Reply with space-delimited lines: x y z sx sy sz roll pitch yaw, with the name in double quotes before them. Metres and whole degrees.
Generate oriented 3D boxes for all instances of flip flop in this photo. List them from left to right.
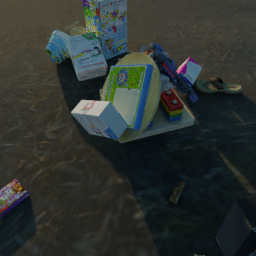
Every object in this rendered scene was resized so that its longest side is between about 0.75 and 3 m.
"flip flop" 3.711 -1.791 11.499 1.918 0.552 0.778 7 46 7

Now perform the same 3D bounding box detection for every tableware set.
"tableware set" -2.882 -4.368 14.059 1.427 0.433 2.159 44 63 11

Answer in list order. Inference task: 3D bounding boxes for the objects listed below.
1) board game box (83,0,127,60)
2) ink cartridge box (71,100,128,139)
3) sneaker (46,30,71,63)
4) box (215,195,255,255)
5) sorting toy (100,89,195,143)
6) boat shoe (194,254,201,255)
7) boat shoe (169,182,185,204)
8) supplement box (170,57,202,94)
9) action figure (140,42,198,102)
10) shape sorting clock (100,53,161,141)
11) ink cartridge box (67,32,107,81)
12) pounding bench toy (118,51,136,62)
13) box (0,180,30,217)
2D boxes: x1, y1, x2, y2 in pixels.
"board game box" -1.014 -4.824 12.896 1.456 2.777 1.430 -29 52 -25
"ink cartridge box" -0.877 -0.269 8.454 1.445 1.044 0.612 10 56 47
"sneaker" -2.726 -3.431 13.006 2.285 0.909 1.492 23 69 3
"box" 2.998 2.322 6.526 1.363 1.931 0.761 -11 47 -11
"sorting toy" 0.621 -1.089 10.497 2.864 0.997 2.847 -14 47 -12
"boat shoe" 1.643 3.415 6.605 0.262 0.313 0.876 12 41 12
"boat shoe" 1.439 1.839 8.156 0.257 0.272 0.757 21 49 18
"supplement box" 2.388 -2.177 11.560 0.731 0.747 1.445 41 51 -6
"action figure" 1.184 -1.697 9.551 1.318 2.521 2.438 -35 20 19
"shape sorting clock" -0.008 -0.991 8.998 0.563 2.870 2.870 12 31 -44
"ink cartridge box" -1.777 -3.111 12.164 1.304 0.756 1.801 -17 74 -13
"pounding bench toy" 0.366 -2.687 12.207 1.282 0.797 1.000 26 51 23
"box" -3.441 2.002 8.051 0.659 0.188 0.963 31 53 27
